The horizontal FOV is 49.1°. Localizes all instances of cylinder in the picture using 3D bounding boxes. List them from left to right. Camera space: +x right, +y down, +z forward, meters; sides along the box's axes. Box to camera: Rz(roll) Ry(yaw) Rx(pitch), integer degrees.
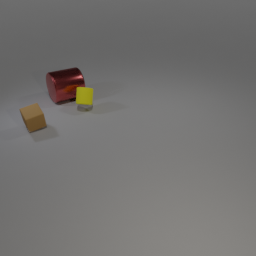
[{"bbox_3d":[-2.880,-1.989,12.927,1.400,1.400,1.400,-18,35,-27],"label":"cylinder"},{"bbox_3d":[-1.859,-1.361,12.005,0.700,0.700,0.700,4,3,0],"label":"cylinder"}]

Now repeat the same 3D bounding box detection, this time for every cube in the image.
[{"bbox_3d":[-3.614,-0.398,10.685,0.700,0.700,0.700,-24,54,-23],"label":"cube"}]
